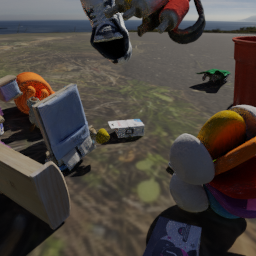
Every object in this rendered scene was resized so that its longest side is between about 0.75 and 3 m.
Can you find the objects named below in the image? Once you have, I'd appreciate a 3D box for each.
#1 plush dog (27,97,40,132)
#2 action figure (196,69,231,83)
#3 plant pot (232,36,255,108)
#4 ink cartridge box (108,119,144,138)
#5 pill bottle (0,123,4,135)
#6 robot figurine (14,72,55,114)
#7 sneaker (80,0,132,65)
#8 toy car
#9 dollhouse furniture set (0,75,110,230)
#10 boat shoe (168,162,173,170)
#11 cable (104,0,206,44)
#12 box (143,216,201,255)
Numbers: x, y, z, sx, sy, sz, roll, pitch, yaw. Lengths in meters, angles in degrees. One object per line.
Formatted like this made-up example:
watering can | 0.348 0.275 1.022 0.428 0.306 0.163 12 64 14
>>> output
plush dog | -2.634 -0.353 8.734 1.170 0.938 1.005 30 10 -2
action figure | 4.529 -2.662 14.118 1.435 0.664 2.429 15 20 35
plant pot | 4.507 -1.467 8.847 2.639 2.567 2.639 0 23 0
ink cartridge box | -0.064 0.013 8.219 0.979 0.327 0.567 -5 24 -12
pill bottle | -3.921 -0.205 8.070 0.506 0.845 0.506 0 23 0
robot figurine | -3.475 -1.276 9.993 1.634 1.325 2.272 -28 30 -15
sneaker | -0.675 -3.142 8.250 1.144 2.867 1.866 -17 21 4
toy car | 1.721 0.741 4.646 1.770 2.022 1.516 -27 48 -18
dollhouse furniture set | -1.256 0.007 5.441 1.733 2.507 2.656 17 40 33
boat shoe | 1.262 0.868 6.312 0.784 0.243 0.282 19 30 38
cable | 0.824 -2.076 3.955 1.205 0.624 2.481 28 68 21
box | 0.584 1.770 3.756 0.659 0.572 0.997 9 25 20
